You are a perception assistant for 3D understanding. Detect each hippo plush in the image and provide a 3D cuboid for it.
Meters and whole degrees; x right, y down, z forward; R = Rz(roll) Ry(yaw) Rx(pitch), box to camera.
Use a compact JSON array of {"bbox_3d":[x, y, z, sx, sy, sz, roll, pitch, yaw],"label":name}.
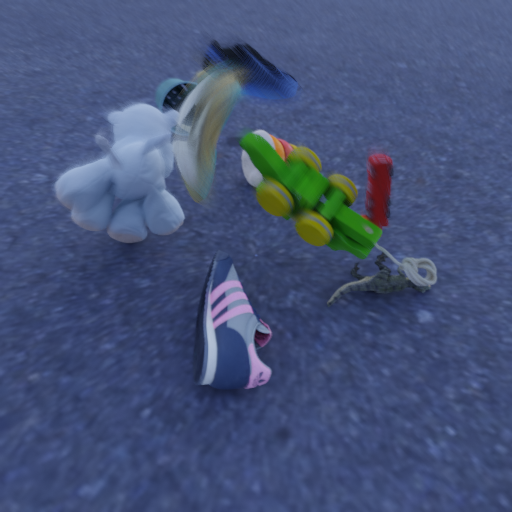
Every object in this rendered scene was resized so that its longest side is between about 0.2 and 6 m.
[{"bbox_3d":[-2.374,-1.727,9.998,2.078,2.609,2.098,-4,52,-2],"label":"hippo plush"}]

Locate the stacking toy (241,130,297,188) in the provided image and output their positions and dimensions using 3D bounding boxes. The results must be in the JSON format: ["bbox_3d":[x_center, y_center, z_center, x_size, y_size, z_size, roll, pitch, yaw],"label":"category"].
[{"bbox_3d":[0.624,-2.085,12.188,1.646,1.203,1.203,-4,35,-32],"label":"stacking toy"}]

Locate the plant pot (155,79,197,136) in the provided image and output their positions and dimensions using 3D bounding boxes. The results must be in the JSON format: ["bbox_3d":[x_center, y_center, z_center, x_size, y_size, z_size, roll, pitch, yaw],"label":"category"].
[{"bbox_3d":[-1.949,-3.901,14.281,1.339,1.339,1.312,-14,32,-17],"label":"plant pot"}]

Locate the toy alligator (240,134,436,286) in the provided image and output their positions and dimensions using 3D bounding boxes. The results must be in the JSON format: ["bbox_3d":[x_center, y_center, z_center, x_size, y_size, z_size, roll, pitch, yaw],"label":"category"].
[{"bbox_3d":[1.189,-0.571,9.211,3.785,1.027,1.122,38,64,-1],"label":"toy alligator"}]

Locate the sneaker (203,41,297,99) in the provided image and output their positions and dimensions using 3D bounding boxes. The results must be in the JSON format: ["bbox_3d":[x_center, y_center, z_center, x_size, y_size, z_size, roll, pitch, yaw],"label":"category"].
[{"bbox_3d":[-0.023,-3.458,10.416,2.006,0.781,0.703,-4,43,-31],"label":"sneaker"}]

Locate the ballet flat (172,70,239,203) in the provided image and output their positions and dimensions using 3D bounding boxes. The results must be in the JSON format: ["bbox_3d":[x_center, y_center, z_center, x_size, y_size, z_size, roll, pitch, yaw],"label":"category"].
[{"bbox_3d":[-0.904,-1.818,8.592,0.770,2.178,0.770,15,34,-10],"label":"ballet flat"}]

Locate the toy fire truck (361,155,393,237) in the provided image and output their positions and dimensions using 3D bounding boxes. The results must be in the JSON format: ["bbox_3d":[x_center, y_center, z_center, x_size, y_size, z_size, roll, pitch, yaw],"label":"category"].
[{"bbox_3d":[1.988,-0.960,9.334,0.368,1.509,1.064,1,18,5],"label":"toy fire truck"}]

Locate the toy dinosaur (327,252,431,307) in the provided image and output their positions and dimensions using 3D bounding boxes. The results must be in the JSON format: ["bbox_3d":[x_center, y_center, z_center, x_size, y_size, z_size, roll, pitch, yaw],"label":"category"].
[{"bbox_3d":[1.990,0.372,9.365,1.814,0.430,0.799,-8,45,-5],"label":"toy dinosaur"}]

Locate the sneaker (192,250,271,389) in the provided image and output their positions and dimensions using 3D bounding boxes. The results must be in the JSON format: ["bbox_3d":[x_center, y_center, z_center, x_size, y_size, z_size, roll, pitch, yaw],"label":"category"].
[{"bbox_3d":[-0.330,0.943,8.385,1.064,0.910,2.595,12,39,-11],"label":"sneaker"}]
